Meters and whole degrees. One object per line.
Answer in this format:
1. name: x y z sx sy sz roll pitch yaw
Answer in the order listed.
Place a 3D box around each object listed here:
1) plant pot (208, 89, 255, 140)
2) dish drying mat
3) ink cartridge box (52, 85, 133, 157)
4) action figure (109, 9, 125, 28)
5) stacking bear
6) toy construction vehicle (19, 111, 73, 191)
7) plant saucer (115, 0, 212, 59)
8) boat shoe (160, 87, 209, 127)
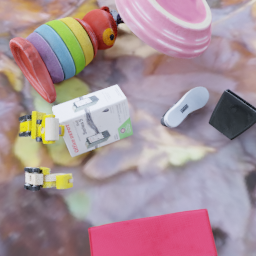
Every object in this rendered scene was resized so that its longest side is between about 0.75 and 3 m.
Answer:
1. plant pot: 2.474 -0.281 6.617 0.976 0.974 0.866 38 112 14
2. dish drying mat: 0.482 2.302 5.692 2.488 0.226 0.955 -8 73 -2
3. ink cartridge box: -0.799 -0.157 6.619 1.617 1.176 0.679 -21 44 -10
4. action figure: 0.055 -3.317 8.504 1.356 0.883 0.471 -1 86 -4
5. stacking bear: -1.492 -2.251 7.574 2.847 1.729 1.619 -36 46 -20
6. toy construction vehicle: -1.770 0.469 6.103 0.693 1.967 1.713 2 82 -37
7. plant saucer: 1.018 -2.930 6.809 2.697 0.684 2.697 14 55 -21
8. boat shoe: 1.443 -0.521 7.259 1.570 0.520 0.549 -42 101 -21
